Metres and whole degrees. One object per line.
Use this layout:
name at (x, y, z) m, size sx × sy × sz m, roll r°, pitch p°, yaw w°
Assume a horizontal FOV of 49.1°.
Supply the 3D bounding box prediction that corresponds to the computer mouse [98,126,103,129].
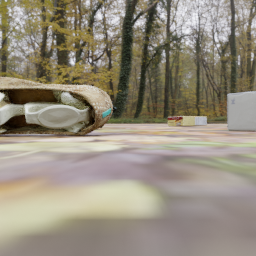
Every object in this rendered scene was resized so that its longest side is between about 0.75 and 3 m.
computer mouse at (-1.145, -0.115, 7.124) m, size 0.671 × 0.390 × 2.290 m, roll 21°, pitch -2°, yaw -22°

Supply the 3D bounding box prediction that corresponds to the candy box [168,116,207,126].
candy box at (2.540, -0.281, 11.943) m, size 1.516 × 0.419 × 0.875 m, roll -2°, pitch 1°, yaw -37°

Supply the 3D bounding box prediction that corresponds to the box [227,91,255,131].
box at (2.562, -0.282, 5.202) m, size 1.686 × 0.656 × 0.801 m, roll -1°, pitch 1°, yaw -45°

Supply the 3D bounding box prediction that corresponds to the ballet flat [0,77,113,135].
ballet flat at (-1.127, -0.206, 3.001) m, size 1.910 × 0.673 × 0.624 m, roll -4°, pitch 16°, yaw -1°

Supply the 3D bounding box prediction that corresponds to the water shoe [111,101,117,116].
water shoe at (-0.761, -0.456, 9.208) m, size 0.672 × 0.609 × 1.703 m, roll -32°, pitch 6°, yaw -13°
